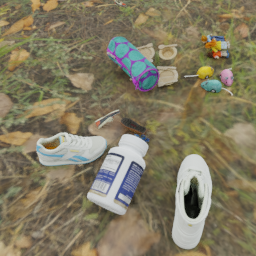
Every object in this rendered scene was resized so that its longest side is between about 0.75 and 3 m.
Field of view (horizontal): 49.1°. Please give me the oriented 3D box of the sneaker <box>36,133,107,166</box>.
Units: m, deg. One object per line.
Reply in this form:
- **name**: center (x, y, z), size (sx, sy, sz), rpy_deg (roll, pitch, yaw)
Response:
- **sneaker**: center (-1.815, 0.630, 9.176), size (2.283, 0.922, 0.873), rpy_deg (-10, 47, -10)

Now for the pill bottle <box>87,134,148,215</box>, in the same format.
- **pill bottle**: center (-0.202, 1.279, 8.022), size (1.163, 1.163, 2.094), rpy_deg (20, 68, 17)

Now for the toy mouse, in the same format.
- **toy mouse**: center (3.863, -2.080, 11.942), size (2.171, 0.420, 1.930), rpy_deg (-19, 51, -16)

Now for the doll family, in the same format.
- **doll family**: center (4.160, -4.143, 13.512), size (1.164, 0.845, 1.876), rpy_deg (-1, 48, -1)

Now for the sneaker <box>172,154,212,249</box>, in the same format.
- **sneaker**: center (1.901, 1.584, 7.793), size (1.097, 1.721, 2.979), rpy_deg (8, 47, 10)

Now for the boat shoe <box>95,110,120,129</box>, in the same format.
- **boat shoe**: center (-0.719, -0.336, 10.223), size (1.014, 0.361, 0.317), rpy_deg (-29, 90, 5)

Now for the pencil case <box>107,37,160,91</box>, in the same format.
- **pencil case**: center (0.148, -2.690, 11.699), size (1.223, 1.126, 2.646), rpy_deg (-23, 55, -24)

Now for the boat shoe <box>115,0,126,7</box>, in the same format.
- **boat shoe**: center (-0.454, -7.551, 16.987), size (0.785, 0.246, 0.280), rpy_deg (23, 50, 18)

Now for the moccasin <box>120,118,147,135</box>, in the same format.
- **moccasin**: center (0.204, -0.046, 10.175), size (1.068, 0.412, 0.391), rpy_deg (22, 66, 14)

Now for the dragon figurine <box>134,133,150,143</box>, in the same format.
- **dragon figurine**: center (0.340, 0.430, 9.403), size (0.364, 1.235, 0.614), rpy_deg (28, 91, 26)

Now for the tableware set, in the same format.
- **tableware set**: center (1.185, -2.831, 12.302), size (2.032, 0.282, 2.432), rpy_deg (1, 64, 13)
